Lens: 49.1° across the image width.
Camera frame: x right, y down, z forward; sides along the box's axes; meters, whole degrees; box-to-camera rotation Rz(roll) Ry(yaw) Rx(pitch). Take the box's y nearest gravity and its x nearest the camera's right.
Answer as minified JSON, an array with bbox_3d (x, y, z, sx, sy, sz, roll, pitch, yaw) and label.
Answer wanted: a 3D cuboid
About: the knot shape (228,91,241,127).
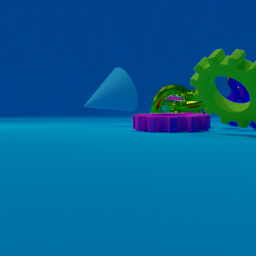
[{"bbox_3d":[3.515,-0.594,9.170,0.589,1.193,1.275,12,-30,46],"label":"knot shape"}]

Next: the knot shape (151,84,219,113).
[{"bbox_3d":[1.631,-0.646,8.424,2.040,0.942,1.909,-15,-16,-1],"label":"knot shape"}]

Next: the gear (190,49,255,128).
[{"bbox_3d":[1.757,-0.637,4.754,0.264,1.429,1.429,-46,27,-26],"label":"gear"}]

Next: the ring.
[{"bbox_3d":[2.045,-0.788,10.530,1.740,0.348,1.740,19,-2,1],"label":"ring"}]

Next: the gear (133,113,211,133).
[{"bbox_3d":[0.987,-0.148,6.439,1.731,0.320,1.731,-1,6,0],"label":"gear"}]

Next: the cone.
[{"bbox_3d":[-0.781,-1.014,9.463,1.614,1.608,1.608,-26,13,-23],"label":"cone"}]

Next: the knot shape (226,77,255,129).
[{"bbox_3d":[2.890,-0.581,6.686,0.797,1.724,1.614,-42,7,45],"label":"knot shape"}]
